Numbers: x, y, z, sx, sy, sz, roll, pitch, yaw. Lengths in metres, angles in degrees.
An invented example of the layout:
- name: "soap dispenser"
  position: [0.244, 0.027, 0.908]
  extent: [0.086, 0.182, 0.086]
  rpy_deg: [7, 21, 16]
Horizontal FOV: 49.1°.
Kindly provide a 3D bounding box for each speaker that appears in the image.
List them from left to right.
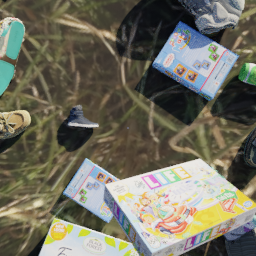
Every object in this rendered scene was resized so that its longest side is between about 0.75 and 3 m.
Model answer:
- name: "speaker"
  position: [4.211, -1.568, 8.658]
  extent: [1.400, 0.619, 0.619]
  rpy_deg: [15, 85, 1]

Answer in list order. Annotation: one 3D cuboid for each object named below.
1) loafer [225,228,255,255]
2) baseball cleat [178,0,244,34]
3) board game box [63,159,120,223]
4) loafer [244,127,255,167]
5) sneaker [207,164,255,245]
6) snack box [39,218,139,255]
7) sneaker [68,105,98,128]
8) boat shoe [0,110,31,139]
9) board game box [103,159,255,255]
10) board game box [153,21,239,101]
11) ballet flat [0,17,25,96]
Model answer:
- name: "loafer"
  position: [3.639, 3.885, 8.119]
  extent: [1.069, 0.990, 2.842]
  rpy_deg: [-19, 74, 42]
- name: "baseball cleat"
  position: [2.083, -3.903, 8.638]
  extent: [2.983, 1.040, 1.588]
  rpy_deg: [18, 85, 2]
- name: "board game box"
  position: [-0.934, 1.888, 8.509]
  extent: [1.630, 0.298, 1.233]
  rpy_deg: [33, 86, 3]
- name: "loafer"
  position: [4.486, 0.042, 8.397]
  extent: [0.953, 0.834, 2.652]
  rpy_deg: [38, 86, 3]
- name: "sneaker"
  position: [2.370, 2.271, 8.196]
  extent: [2.442, 0.949, 1.708]
  rpy_deg: [47, 115, 29]
- name: "snack box"
  position: [-1.201, 4.017, 7.773]
  extent: [2.647, 0.896, 2.232]
  rpy_deg: [19, 68, 1]
- name: "sneaker"
  position: [-1.360, -0.355, 8.671]
  extent: [0.947, 0.360, 0.684]
  rpy_deg: [7, 88, 2]
- name: "boat shoe"
  position: [-4.022, 0.009, 8.488]
  extent: [2.109, 0.661, 0.773]
  rpy_deg: [-22, 85, -2]
- name: "board game box"
  position: [0.999, 1.466, 5.463]
  extent: [2.490, 1.674, 0.426]
  rpy_deg: [-10, 123, -29]
- name: "board game box"
  position: [2.104, -2.103, 8.801]
  extent: [2.137, 0.391, 1.617]
  rpy_deg: [32, 86, 3]
- name: "ballet flat"
  position: [-3.961, -2.142, 8.672]
  extent: [0.860, 1.018, 2.692]
  rpy_deg: [14, 80, 31]
